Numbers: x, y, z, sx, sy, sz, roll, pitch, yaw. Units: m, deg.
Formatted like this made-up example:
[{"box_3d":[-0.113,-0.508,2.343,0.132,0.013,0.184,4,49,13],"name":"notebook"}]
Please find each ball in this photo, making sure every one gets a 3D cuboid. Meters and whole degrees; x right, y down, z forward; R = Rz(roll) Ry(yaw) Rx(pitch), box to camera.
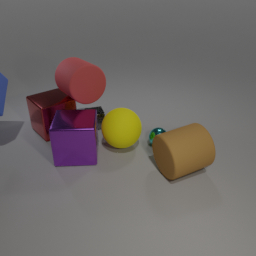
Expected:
[{"box_3d":[1.091,0.326,10.028,0.700,0.700,0.700,0,30,0],"name":"ball"},{"box_3d":[-0.223,-0.003,9.717,1.400,1.400,1.400,0,30,0],"name":"ball"}]

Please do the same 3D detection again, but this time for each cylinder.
[{"box_3d":[1.662,0.691,8.517,1.400,1.400,1.400,-17,34,-18],"name":"cylinder"},{"box_3d":[-1.718,-1.717,10.053,1.400,1.400,1.400,-19,32,-29],"name":"cylinder"}]

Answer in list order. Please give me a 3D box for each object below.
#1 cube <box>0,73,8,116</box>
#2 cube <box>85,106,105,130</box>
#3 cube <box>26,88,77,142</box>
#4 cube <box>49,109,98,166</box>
[{"box_3d":[-4.913,-1.223,8.939,1.400,1.400,1.400,-3,71,7],"name":"cube"},{"box_3d":[-1.331,-0.386,11.272,0.700,0.700,0.700,-9,31,-15],"name":"cube"},{"box_3d":[-2.910,-0.553,10.852,1.400,1.400,1.400,-22,36,-33],"name":"cube"},{"box_3d":[-1.735,0.299,9.354,1.400,1.400,1.400,-1,30,-3],"name":"cube"}]
